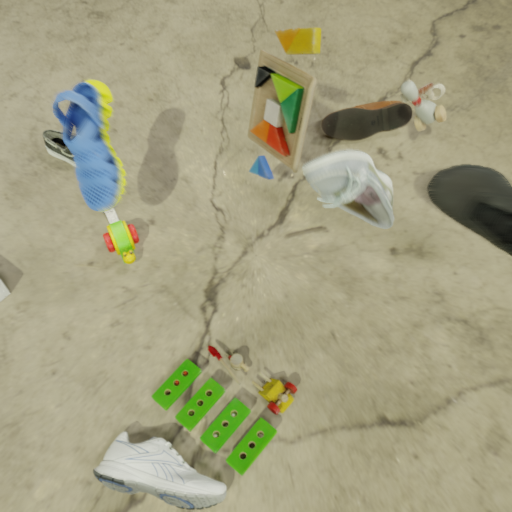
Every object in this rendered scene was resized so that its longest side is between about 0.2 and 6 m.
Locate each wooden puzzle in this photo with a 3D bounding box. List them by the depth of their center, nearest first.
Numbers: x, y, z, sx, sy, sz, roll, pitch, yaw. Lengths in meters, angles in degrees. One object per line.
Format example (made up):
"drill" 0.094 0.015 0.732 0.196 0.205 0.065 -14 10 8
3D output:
"wooden puzzle" 0.346 -2.525 9.625 0.329 2.813 1.897 -11 32 -29

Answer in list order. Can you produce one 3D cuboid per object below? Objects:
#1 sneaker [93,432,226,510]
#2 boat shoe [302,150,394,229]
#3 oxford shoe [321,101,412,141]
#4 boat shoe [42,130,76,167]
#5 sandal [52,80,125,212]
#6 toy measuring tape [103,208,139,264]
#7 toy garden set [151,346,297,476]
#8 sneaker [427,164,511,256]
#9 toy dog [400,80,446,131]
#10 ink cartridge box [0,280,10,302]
"sneaker" -1.448 3.330 8.764 2.112 0.787 0.920 13 52 8
"boat shoe" 1.596 -1.032 9.008 0.908 2.463 0.790 -21 70 28
"oxford shoe" 2.553 -3.284 13.422 2.191 0.781 0.781 -10 31 -10
"boat shoe" -4.130 -2.422 12.805 1.740 0.554 0.615 19 58 13
"sandal" -3.009 -1.940 9.859 0.944 1.034 2.375 -11 93 21
"toy measuring tape" -2.893 -0.650 11.522 0.726 0.726 1.973 -21 58 -14
"toy garden set" -0.461 2.454 9.588 2.019 0.403 1.683 34 64 22
"sneaker" 3.576 -0.500 7.956 2.410 0.915 1.094 26 28 -1
"toy dog" 3.025 -2.833 10.175 0.786 1.191 0.574 -3 59 19
"ink cartridge box" -5.559 0.770 10.616 0.952 0.549 1.312 33 62 20
